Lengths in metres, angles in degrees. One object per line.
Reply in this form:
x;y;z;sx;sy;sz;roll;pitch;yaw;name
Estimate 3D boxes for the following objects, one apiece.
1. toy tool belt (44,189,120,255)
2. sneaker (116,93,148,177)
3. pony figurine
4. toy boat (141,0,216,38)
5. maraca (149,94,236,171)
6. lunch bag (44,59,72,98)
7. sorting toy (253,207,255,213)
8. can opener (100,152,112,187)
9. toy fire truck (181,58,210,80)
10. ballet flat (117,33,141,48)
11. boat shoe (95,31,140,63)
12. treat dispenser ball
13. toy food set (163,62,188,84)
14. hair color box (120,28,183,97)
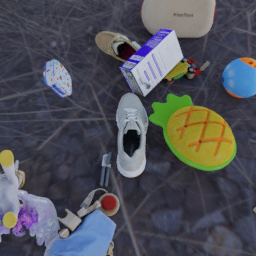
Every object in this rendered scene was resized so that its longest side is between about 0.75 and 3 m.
-1.002;2.651;6.951;1.639;1.613;2.625;36;66;7;toy tool belt
0.161;-0.037;8.691;1.095;1.330;2.892;-2;60;-2;sneaker
-2.993;1.946;7.170;2.225;2.672;2.580;-6;76;-12;pony figurine
1.967;-4.752;11.357;2.877;1.877;1.880;1;30;0;toy boat
1.944;0.041;8.535;1.995;1.557;2.910;-29;62;-25;maraca
-2.090;-1.450;8.340;0.420;1.111;0.890;-13;66;17;lunch bag
4.162;2.411;7.919;0.767;0.269;1.591;-32;66;-17;sorting toy
-0.684;1.257;8.550;0.278;0.351;1.057;6;65;2;can opener
2.499;-2.307;10.471;0.893;0.575;0.786;-13;60;-20;toy fire truck
0.055;-3.261;11.012;1.475;0.460;0.498;32;65;16;ballet flat
-0.290;-3.024;10.516;2.402;0.797;0.889;29;103;15;boat shoe
3.962;-1.724;9.643;1.370;1.370;1.370;0;61;0;treat dispenser ball
1.629;-1.966;10.275;1.280;0.418;0.753;-24;42;8;toy food set
0.869;-2.306;9.820;2.210;1.208;0.716;-47;43;-16;hair color box
